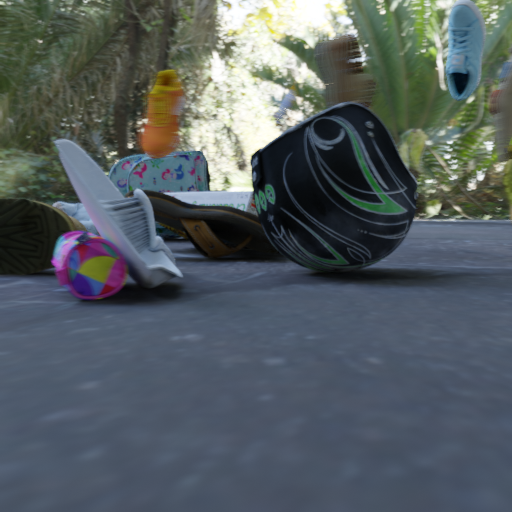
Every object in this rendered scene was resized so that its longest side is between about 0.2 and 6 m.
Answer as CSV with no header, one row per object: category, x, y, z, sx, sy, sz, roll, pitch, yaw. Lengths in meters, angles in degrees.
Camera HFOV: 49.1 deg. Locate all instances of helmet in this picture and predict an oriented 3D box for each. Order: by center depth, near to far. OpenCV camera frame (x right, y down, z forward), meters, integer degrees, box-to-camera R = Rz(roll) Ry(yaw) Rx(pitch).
helmet,1.125,-0.804,7.952,2.245,2.141,2.245,-28,-1,-1

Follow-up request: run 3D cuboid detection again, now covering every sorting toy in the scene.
sorting toy,4.283,-2.364,9.582,0.265,1.472,1.976,9,-28,32

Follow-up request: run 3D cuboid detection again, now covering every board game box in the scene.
board game box,-0.701,-0.711,11.868,3.207,0.555,2.024,4,-18,42

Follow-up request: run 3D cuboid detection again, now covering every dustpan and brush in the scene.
dustpan and brush,-1.418,-0.211,6.960,0.780,1.902,2.725,-34,-17,-18

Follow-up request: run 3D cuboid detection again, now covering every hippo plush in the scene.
hippo plush,-3.982,-0.576,13.182,1.281,1.269,1.593,35,35,27

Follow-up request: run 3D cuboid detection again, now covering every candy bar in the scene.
candy bar,0.490,-2.535,9.504,0.129,0.290,1.162,-1,-10,-14

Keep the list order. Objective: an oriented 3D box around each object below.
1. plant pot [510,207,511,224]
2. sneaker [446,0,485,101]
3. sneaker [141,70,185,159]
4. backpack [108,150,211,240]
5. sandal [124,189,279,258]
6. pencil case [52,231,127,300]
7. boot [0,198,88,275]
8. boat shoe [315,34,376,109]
plant pot,10.477,-1.567,21.485,1.628,1.628,1.747,4,29,40
sneaker,4.030,-3.917,10.858,0.701,1.897,0.777,4,41,33
sneaker,-2.218,-3.246,12.785,0.943,2.585,0.997,-8,-37,8
backpack,-2.892,-1.787,16.686,3.009,2.671,2.266,-3,1,1
sandal,-1.012,-0.448,10.249,3.078,0.840,1.258,15,-18,0
pencil case,-1.914,0.071,6.277,0.722,0.722,1.633,-2,4,-21
boot,-3.692,-0.380,9.419,2.831,1.069,3.233,1,4,9
boat shoe,1.869,-3.290,11.041,0.864,2.339,0.885,-19,-7,33
